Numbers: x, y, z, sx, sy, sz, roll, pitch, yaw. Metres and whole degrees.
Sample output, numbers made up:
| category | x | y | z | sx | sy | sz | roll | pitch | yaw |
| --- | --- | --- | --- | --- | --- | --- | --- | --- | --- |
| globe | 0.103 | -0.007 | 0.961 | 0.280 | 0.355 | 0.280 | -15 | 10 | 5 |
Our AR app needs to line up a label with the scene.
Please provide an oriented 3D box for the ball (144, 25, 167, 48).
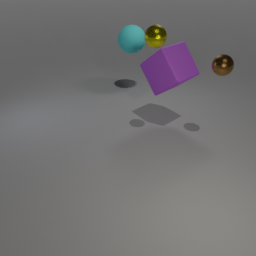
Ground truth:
| category | x | y | z | sx | sy | sz | roll | pitch | yaw |
| --- | --- | --- | --- | --- | --- | --- | --- | --- | --- |
| ball | 0.854 | -2.815 | 8.629 | 0.700 | 0.700 | 0.700 | 0 | 29 | 0 |

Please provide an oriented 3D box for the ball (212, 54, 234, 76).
| category | x | y | z | sx | sy | sz | roll | pitch | yaw |
| --- | --- | --- | --- | --- | --- | --- | --- | --- | --- |
| ball | 3.102 | -2.051 | 9.166 | 0.700 | 0.700 | 0.700 | 0 | 29 | 0 |

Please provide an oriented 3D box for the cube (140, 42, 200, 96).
| category | x | y | z | sx | sy | sz | roll | pitch | yaw |
| --- | --- | --- | --- | --- | --- | --- | --- | --- | --- |
| cube | 1.613 | -2.294 | 10.881 | 1.400 | 1.400 | 1.400 | -27 | 2 | -37 |

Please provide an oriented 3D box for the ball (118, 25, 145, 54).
| category | x | y | z | sx | sy | sz | roll | pitch | yaw |
| --- | --- | --- | --- | --- | --- | --- | --- | --- | --- |
| ball | 0.191 | -4.483 | 14.189 | 1.400 | 1.400 | 1.400 | 0 | 29 | 0 |
